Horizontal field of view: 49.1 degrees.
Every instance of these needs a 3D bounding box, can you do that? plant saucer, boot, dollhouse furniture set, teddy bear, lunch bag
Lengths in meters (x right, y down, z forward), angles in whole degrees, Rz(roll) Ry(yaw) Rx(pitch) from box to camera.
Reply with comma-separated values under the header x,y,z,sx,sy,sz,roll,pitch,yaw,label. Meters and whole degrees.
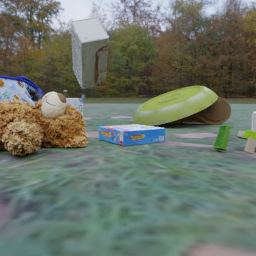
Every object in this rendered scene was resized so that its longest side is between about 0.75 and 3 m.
x,y,z,sx,sy,sz,roll,pitch,yaw,label
1.425,-0.798,9.017,2.790,0.433,2.790,-19,13,5,plant saucer
1.995,-0.523,9.591,2.505,0.961,1.945,-9,4,-17,boot
1.936,0.293,4.466,1.026,0.396,0.513,18,-5,-10,dollhouse furniture set
-2.083,-0.112,4.603,2.853,0.952,2.068,-1,8,-9,teddy bear
-4.327,-0.994,9.766,1.910,1.392,2.247,-12,-3,23,lunch bag

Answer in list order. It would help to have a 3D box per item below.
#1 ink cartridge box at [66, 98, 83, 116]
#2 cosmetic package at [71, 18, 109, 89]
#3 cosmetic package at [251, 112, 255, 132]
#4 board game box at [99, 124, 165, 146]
x,y,z,sx,sy,sz,roll,pitch,yaw,label
-2.572,-0.985,13.385,0.617,0.845,0.620,6,8,38,ink cartridge box
-1.130,-2.134,8.201,0.803,0.951,1.840,-17,-28,-18,cosmetic package
3.307,-0.062,5.937,1.257,0.548,0.650,2,6,20,cosmetic package
0.063,0.118,5.527,0.970,0.271,0.950,-4,8,-34,board game box
